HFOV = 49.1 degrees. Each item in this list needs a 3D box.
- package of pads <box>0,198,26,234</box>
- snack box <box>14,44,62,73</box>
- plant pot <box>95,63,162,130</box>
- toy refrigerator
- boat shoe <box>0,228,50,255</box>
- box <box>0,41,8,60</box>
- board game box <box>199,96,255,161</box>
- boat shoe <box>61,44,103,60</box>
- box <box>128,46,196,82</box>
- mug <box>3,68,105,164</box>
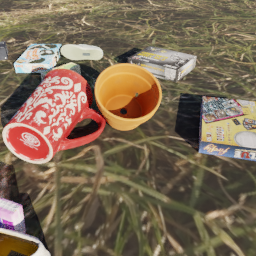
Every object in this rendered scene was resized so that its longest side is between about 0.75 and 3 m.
[{"bbox_3d":[-2.533,1.968,6.031,0.551,0.914,0.346,17,34,16],"label":"package of pads"},{"bbox_3d":[-4.495,-3.599,14.338,1.667,0.532,2.869,0,35,0],"label":"snack box"},{"bbox_3d":[-0.075,-0.850,9.132,2.061,1.442,2.061,3,65,-7],"label":"plant pot"},{"bbox_3d":[-2.997,-2.426,12.605,0.644,0.594,1.697,28,44,34],"label":"toy refrigerator"},{"bbox_3d":[-2.854,2.284,5.528,2.743,0.958,0.972,10,36,14],"label":"boat shoe"},{"bbox_3d":[-7.049,-4.095,14.948,1.107,0.661,1.126,-11,38,-15],"label":"box"},{"bbox_3d":[3.395,-0.099,9.354,1.924,0.491,2.840,8,36,11],"label":"board game box"},{"bbox_3d":[-2.413,-4.036,14.877,2.203,0.768,0.784,5,28,-3],"label":"boat shoe"},{"bbox_3d":[1.658,-3.170,13.615,2.677,0.647,2.120,22,41,27],"label":"box"},{"bbox_3d":[-2.142,-0.366,8.637,2.479,1.863,2.793,7,39,13],"label":"mug"}]
